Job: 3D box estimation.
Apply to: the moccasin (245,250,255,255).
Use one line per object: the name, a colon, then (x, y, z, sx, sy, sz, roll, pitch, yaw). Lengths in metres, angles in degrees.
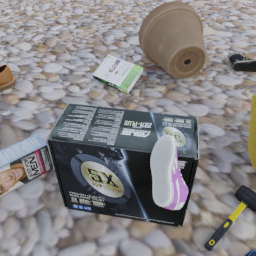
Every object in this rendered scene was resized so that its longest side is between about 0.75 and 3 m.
moccasin: (2.198, 2.804, 4.885, 0.611, 0.518, 1.519, 18, 44, 19)

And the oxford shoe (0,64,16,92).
oxford shoe: (-5.071, -1.467, 9.516, 0.876, 0.875, 2.455, 28, 50, 26)

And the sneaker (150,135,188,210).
sneaker: (0.696, 0.727, 4.507, 0.421, 0.662, 1.161, -13, 60, 40)

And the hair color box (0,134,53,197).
hair color box: (-2.785, 0.972, 6.675, 1.833, 0.907, 0.556, -28, 49, -28)

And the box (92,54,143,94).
box: (-0.364, -1.964, 10.087, 1.516, 0.275, 1.094, 26, 69, 21)

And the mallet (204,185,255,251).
mallet: (2.311, 1.998, 6.005, 0.596, 0.373, 1.811, 31, 55, 25)

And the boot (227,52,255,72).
boot: (4.724, -2.677, 11.171, 1.351, 0.488, 1.021, -1, 39, -2)

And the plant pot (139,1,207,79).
plant pot: (1.756, -2.915, 10.068, 2.446, 2.446, 2.133, -7, 48, -8)

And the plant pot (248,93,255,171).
plant pot: (4.068, 0.018, 6.845, 2.157, 2.171, 2.221, -5, 21, 0)

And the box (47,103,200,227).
box: (-0.034, 0.804, 5.876, 2.703, 2.214, 1.164, 7, 41, 8)
